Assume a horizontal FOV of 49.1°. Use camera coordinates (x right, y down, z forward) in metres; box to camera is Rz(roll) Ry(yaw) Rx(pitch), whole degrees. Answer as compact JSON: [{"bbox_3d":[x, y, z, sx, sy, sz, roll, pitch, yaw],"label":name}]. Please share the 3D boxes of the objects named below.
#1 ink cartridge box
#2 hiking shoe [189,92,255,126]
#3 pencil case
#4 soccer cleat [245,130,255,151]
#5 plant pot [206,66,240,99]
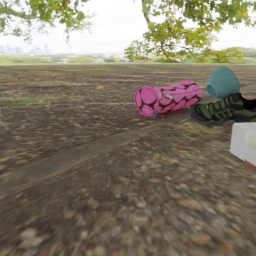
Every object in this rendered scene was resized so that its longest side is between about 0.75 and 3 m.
[{"bbox_3d":[2.849,0.301,5.078,1.516,0.632,1.101,-2,15,-11],"label":"ink cartridge box"},{"bbox_3d":[2.596,-0.594,7.420,1.907,0.960,0.722,1,47,1],"label":"hiking shoe"},{"bbox_3d":[1.402,-0.996,9.030,2.412,1.094,1.130,-17,-13,-42],"label":"pencil case"},{"bbox_3d":[2.516,0.472,3.050,2.447,0.949,0.848,10,2,36],"label":"soccer cleat"},{"bbox_3d":[2.550,-1.172,7.780,0.605,0.898,0.898,-31,23,-11],"label":"plant pot"}]
